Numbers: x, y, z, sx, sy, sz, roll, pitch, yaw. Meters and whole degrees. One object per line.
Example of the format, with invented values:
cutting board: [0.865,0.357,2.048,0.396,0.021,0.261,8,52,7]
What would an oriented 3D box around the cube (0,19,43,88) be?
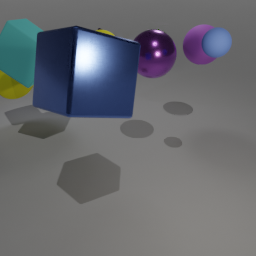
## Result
cube: [-3.120,-2.332,8.642,1.400,1.400,1.400,34,20,-12]

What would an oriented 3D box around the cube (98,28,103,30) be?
cube: [-1.113,-3.328,12.711,1.400,1.400,1.400,27,59,-3]

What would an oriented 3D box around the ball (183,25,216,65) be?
ball: [2.703,-3.013,10.173,1.400,1.400,1.400,0,29,0]

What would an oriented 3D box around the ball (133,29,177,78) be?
ball: [0.729,-2.176,8.284,1.400,1.400,1.400,0,29,0]

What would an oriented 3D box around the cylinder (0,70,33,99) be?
cylinder: [-4.474,-2.039,10.558,1.400,1.400,1.400,-21,54,-33]

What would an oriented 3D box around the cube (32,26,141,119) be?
cube: [-0.795,-0.975,5.210,1.400,1.400,1.400,-1,11,-42]

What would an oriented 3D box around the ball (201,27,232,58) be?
ball: [2.137,-2.062,6.772,0.700,0.700,0.700,0,29,0]

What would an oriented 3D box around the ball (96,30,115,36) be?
ball: [-0.963,-2.834,10.189,1.400,1.400,1.400,0,29,0]
